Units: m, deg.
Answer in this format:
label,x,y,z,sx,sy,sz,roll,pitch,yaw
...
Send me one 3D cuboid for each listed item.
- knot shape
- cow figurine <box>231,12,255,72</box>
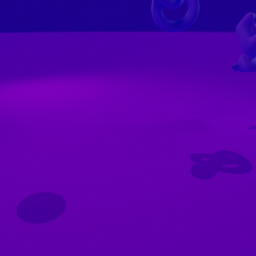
label,x,y,z,sx,sy,sz,roll,pitch,yaw
knot shape,0.982,-2.852,6.071,1.586,1.484,0.733,-25,23,-27
cow figurine,3.272,-2.238,7.613,0.768,1.399,1.376,-14,-14,-20
